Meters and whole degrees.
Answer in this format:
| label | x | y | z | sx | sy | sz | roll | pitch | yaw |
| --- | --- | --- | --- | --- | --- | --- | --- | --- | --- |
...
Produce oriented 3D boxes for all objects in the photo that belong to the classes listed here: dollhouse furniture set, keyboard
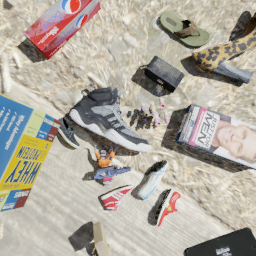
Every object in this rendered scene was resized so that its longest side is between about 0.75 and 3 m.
| label | x | y | z | sx | sy | sz | roll | pitch | yaw |
| --- | --- | --- | --- | --- | --- | --- | --- | --- | --- |
| dollhouse furniture set | -0.984 | 3.583 | 7.336 | 1.162 | 1.357 | 1.426 | -20 | 100 | -7 |
| keyboard | 2.804 | 3.751 | 8.156 | 2.092 | 0.415 | 1.089 | -18 | 61 | -1 |

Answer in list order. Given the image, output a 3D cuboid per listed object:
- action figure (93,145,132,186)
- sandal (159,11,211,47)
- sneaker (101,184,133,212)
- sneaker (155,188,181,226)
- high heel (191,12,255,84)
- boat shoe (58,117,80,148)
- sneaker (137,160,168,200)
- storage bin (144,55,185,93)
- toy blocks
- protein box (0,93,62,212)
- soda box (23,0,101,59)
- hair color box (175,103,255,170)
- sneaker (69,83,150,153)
| label | x | y | z | sx | sy | sz | roll | pitch | yaw |
| --- | --- | --- | --- | --- | --- | --- | --- | --- | --- |
| action figure | -0.545 | 1.106 | 8.370 | 1.246 | 0.652 | 1.205 | 2 | 89 | -30 |
| sandal | 1.762 | -3.106 | 8.762 | 1.734 | 0.495 | 0.688 | 29 | 84 | 3 |
| sneaker | -0.242 | 2.081 | 8.255 | 1.019 | 0.363 | 0.573 | -25 | 80 | 5 |
| sneaker | 1.186 | 2.379 | 8.192 | 0.504 | 0.457 | 1.187 | 29 | 85 | -2 |
| high heel | 3.181 | -2.899 | 8.471 | 1.955 | 0.979 | 2.742 | 19 | 92 | -3 |
| boat shoe | -1.792 | 0.140 | 8.449 | 0.348 | 0.417 | 1.117 | -40 | 80 | 5 |
| sneaker | 0.789 | 1.532 | 8.295 | 0.480 | 0.476 | 1.326 | 38 | 86 | -21 |
| storage bin | 1.087 | -1.609 | 8.477 | 1.087 | 0.735 | 0.510 | 35 | 84 | 4 |
| toy blocks | 0.761 | -0.327 | 8.098 | 0.796 | 0.744 | 0.670 | -15 | 48 | 12 |
| protein box | -3.839 | 0.407 | 7.519 | 2.778 | 1.874 | 2.757 | 22 | 84 | 10 |
| soda box | -1.970 | -3.322 | 8.647 | 0.844 | 0.764 | 2.411 | 44 | 86 | 6 |
| hair color box | 2.762 | 0.265 | 8.271 | 2.425 | 0.734 | 1.213 | 20 | 84 | 2 |
| sneaker | -0.323 | -0.349 | 8.205 | 2.577 | 0.972 | 1.466 | 27 | 86 | 5 |
